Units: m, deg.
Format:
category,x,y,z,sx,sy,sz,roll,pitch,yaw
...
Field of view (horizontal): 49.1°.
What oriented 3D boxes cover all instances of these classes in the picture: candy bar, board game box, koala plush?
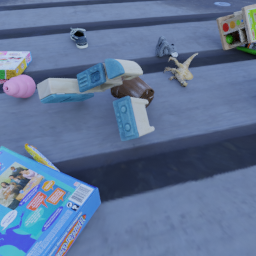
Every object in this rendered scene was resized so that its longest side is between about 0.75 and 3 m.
category,x,y,z,sx,sy,sz,roll,pitch,yaw
candy bar,-2.102,0.846,6.999,1.655,0.413,0.183,32,83,37
board game box,-2.316,1.661,5.735,2.814,0.633,2.140,19,46,23
koala plush,1.762,-3.499,12.472,0.920,0.845,0.816,9,39,-23
board game box,-4.929,-2.576,11.334,1.513,0.399,1.978,1,35,1

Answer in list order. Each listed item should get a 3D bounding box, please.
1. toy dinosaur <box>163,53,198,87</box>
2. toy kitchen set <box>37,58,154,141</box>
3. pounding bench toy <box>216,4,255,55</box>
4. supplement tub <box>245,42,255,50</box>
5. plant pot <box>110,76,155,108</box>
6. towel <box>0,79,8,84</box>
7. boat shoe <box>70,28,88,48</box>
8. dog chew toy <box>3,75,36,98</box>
category,x,y,z,sx,sy,sz,roll,pitch,yaw
toy dinosaur,2.061,-2.299,11.080,1.164,0.670,2.301,22,48,3
toy kitchen set,-1.001,-0.578,8.118,2.837,2.273,1.671,-15,-4,42
pounding bench toy,5.269,-4.078,12.625,1.467,2.361,1.842,-21,11,-22
supplement tub,5.761,-3.690,12.824,0.427,0.427,0.798,-22,40,-26
plant pot,0.205,-1.211,9.214,1.123,1.123,1.111,-30,55,-33
towel,-4.985,-1.882,10.811,0.553,0.086,0.765,-22,44,-27
boat shoe,-2.431,-4.537,13.751,0.743,0.613,1.984,-9,39,-11
dog chew toy,-3.663,-1.368,9.361,0.791,0.791,1.270,8,13,10
